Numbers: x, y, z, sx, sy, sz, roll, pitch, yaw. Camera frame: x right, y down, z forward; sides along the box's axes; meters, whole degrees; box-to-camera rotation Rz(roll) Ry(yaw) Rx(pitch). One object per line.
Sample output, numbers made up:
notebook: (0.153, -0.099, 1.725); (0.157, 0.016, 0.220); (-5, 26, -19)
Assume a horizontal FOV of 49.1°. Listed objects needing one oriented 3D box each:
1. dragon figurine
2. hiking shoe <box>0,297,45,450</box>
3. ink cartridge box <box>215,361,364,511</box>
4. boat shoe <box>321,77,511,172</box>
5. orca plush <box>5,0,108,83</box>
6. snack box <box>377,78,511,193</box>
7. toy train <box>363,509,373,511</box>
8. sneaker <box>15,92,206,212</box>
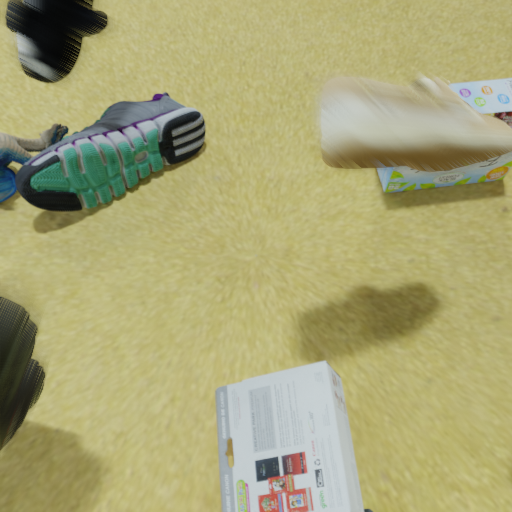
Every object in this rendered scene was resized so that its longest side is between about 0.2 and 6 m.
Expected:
dragon figurine: (-4.738, -1.461, 9.693); (3.156, 1.569, 0.929); (-29, 63, 5)
hiking shoe: (-2.856, 1.386, 4.965); (1.381, 3.647, 1.836); (15, 60, 1)
ink cartridge box: (0.384, 2.502, 7.262); (1.633, 0.780, 1.860); (-16, 57, 17)
boat shoe: (1.815, -1.464, 6.007); (2.655, 0.979, 0.918); (-4, 82, -33)
orca plush: (-2.488, -3.810, 8.192); (1.151, 3.238, 1.703); (35, 20, 1)
snack box: (3.360, -1.986, 9.435); (2.273, 1.917, 0.769); (-5, 62, -5)
toy train: (0.801, 4.246, 6.559); (0.608, 0.453, 2.654); (38, 65, 7)
sneaker: (-2.670, -1.944, 9.980); (3.471, 1.292, 1.519); (-26, 51, -27)
